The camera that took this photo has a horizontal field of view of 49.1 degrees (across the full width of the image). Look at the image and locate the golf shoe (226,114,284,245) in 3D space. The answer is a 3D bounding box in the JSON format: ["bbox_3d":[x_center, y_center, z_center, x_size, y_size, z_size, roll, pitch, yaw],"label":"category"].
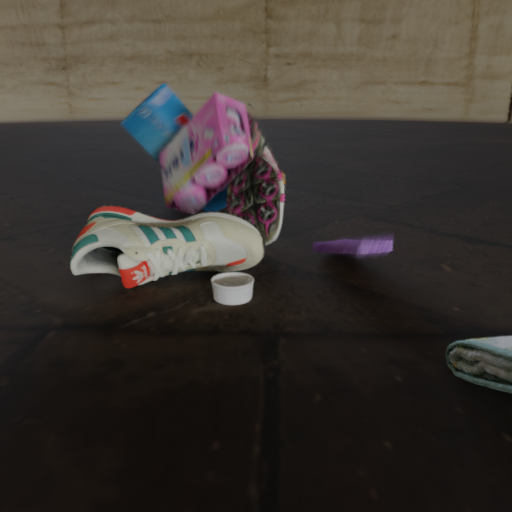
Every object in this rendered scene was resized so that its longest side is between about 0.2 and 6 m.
[{"bbox_3d":[0.055,-1.610,12.597,1.263,1.602,3.479,-21,57,15],"label":"golf shoe"}]

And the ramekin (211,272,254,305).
[{"bbox_3d":[-0.385,0.537,9.116,0.701,0.342,0.701,0,18,0],"label":"ramekin"}]

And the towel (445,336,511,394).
[{"bbox_3d":[3.382,1.227,6.154,1.767,0.497,2.064,0,1,-11],"label":"towel"}]

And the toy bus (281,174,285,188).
[{"bbox_3d":[0.606,-1.881,14.515,0.241,0.200,0.615,19,51,-18],"label":"toy bus"}]

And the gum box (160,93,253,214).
[{"bbox_3d":[-1.071,-2.166,12.008,0.816,1.401,2.468,12,-34,-36],"label":"gum box"}]

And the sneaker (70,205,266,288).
[{"bbox_3d":[-1.601,0.040,9.825,3.434,1.209,1.606,7,39,9],"label":"sneaker"}]

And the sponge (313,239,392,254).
[{"bbox_3d":[1.865,-0.186,10.963,0.824,0.220,1.476,-6,5,-29],"label":"sponge"}]

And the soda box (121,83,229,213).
[{"bbox_3d":[-1.692,-2.556,13.803,1.075,3.171,1.017,-25,27,40],"label":"soda box"}]
